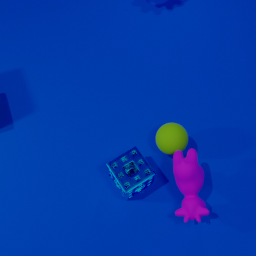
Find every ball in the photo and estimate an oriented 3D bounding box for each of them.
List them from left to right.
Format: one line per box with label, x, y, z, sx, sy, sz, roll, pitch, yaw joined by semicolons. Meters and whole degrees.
ball;1.024;0.251;6.540;0.750;0.750;0.750;0;64;0

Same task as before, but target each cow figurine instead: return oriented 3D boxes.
cow figurine;1.287;1.229;5.880;0.696;1.269;1.248;-9;37;21

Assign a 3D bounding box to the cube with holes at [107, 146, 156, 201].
cube with holes;0.065;1.056;6.435;0.778;0.778;0.778;-31;68;-14
